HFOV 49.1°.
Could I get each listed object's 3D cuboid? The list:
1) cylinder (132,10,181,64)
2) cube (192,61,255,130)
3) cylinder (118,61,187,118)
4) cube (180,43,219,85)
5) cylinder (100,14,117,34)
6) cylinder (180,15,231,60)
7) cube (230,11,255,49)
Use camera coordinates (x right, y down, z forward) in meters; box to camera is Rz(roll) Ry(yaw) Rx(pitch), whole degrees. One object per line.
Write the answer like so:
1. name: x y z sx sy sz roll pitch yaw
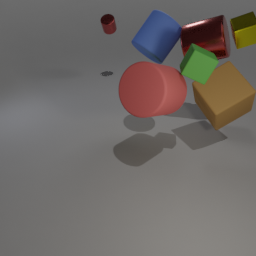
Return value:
1. cylinder: 1.078 -3.347 10.379 1.400 1.400 1.400 35 5 -4
2. cube: 3.126 -1.030 9.267 1.400 1.400 1.400 -31 63 4
3. cylinder: 0.689 -1.016 7.542 1.400 1.400 1.400 21 16 29
4. cube: 1.847 -1.689 7.377 0.700 0.700 0.700 23 31 -7
5. cylinder: -0.960 -5.152 13.914 0.700 0.700 0.700 -3 68 7
6. cylinder: 2.686 -2.994 9.659 1.400 1.400 1.400 -6 27 28
7. cube: 3.622 -3.014 8.672 0.700 0.700 0.700 -14 51 19
